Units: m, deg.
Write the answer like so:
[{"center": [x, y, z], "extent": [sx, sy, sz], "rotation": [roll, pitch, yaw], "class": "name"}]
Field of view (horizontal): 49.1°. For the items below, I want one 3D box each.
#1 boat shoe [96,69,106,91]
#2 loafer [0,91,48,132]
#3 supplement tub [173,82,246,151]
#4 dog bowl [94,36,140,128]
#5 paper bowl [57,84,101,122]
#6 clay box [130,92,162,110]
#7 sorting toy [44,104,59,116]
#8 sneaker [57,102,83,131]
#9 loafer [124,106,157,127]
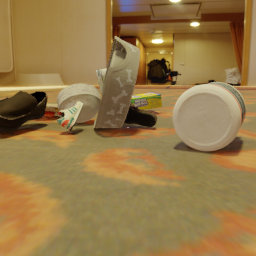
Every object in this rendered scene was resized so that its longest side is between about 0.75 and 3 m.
[{"center": [-0.698, -1.749, 12.070], "extent": [0.966, 0.837, 2.266], "rotation": [-11, -34, 0], "class": "boat shoe"}, {"center": [-3.002, -0.621, 7.590], "extent": [0.899, 0.879, 2.463], "rotation": [31, 19, 2], "class": "loafer"}, {"center": [1.853, -0.324, 6.157], "extent": [1.324, 1.324, 1.887], "rotation": [5, 13, 26], "class": "supplement tub"}, {"center": [-0.320, -1.185, 7.902], "extent": [0.766, 2.611, 2.611], "rotation": [13, 9, -7], "class": "dog bowl"}, {"center": [-1.498, -0.697, 8.820], "extent": [1.385, 0.720, 1.385], "rotation": [-13, -30, -8], "class": "paper bowl"}, {"center": [0.017, -0.995, 11.376], "extent": [2.424, 0.577, 1.393], "rotation": [-8, 11, -9], "class": "clay box"}, {"center": [-2.900, -0.602, 9.994], "extent": [1.817, 0.267, 1.343], "rotation": [2, -10, -3], "class": "sorting toy"}, {"center": [-1.552, -0.414, 7.453], "extent": [0.504, 0.380, 1.079], "rotation": [26, 42, -13], "class": "sneaker"}, {"center": [0.239, -0.345, 8.231], "extent": [1.411, 0.515, 0.501], "rotation": [21, 17, 24], "class": "loafer"}]
